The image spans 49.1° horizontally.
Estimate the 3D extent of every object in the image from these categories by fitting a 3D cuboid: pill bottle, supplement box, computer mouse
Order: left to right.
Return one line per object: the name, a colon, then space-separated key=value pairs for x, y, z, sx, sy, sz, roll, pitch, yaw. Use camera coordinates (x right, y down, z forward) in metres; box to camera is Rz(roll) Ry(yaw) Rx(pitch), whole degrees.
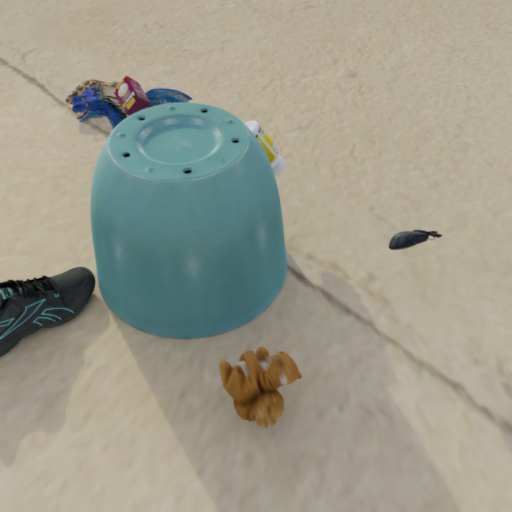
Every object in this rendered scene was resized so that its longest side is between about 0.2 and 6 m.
supplement box: x=-2.621 y=-3.335 z=11.810 sx=0.372 sy=0.479 sz=0.869 roll=20 pitch=32 yaw=-50
pill bottle: x=0.076 y=-1.992 z=10.587 sx=0.587 sy=1.044 sz=0.587 roll=-27 pitch=39 yaw=24
computer mouse: x=2.475 y=-0.310 z=9.006 sx=0.896 sy=0.236 sz=0.621 roll=-18 pitch=13 yaw=-31

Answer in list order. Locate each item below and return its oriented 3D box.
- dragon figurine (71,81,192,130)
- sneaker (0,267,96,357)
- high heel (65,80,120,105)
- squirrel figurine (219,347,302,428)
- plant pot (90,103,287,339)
dragon figurine: x=-1.943 y=-2.793 z=12.048 sx=3.960 sy=1.969 sz=1.166 roll=-2 pitch=45 yaw=-1
sneaker: x=-3.723 y=0.791 z=9.223 sx=0.899 sy=0.945 sz=2.385 roll=33 pitch=52 yaw=30
high heel: x=-3.788 y=-4.040 z=14.207 sx=1.284 sy=0.643 sz=1.801 roll=29 pitch=42 yaw=34
squirrel figurine: x=0.140 y=1.842 z=7.933 sx=1.028 sy=0.779 sz=1.101 roll=-13 pitch=78 yaw=25
plant pot: x=-1.190 y=-0.826 z=9.504 sx=3.511 sy=2.817 sz=3.511 roll=0 pitch=45 yaw=0
